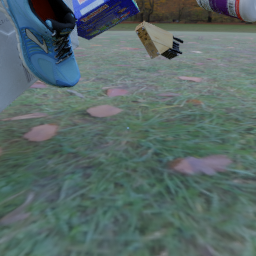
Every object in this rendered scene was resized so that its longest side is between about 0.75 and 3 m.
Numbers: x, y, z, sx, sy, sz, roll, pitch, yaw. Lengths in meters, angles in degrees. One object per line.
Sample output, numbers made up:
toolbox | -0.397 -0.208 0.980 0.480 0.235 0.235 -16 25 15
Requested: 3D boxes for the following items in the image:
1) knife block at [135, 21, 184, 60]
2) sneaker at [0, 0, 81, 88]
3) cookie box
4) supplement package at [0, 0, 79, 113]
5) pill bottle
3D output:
knife block | 1.050 -2.699 8.483 1.239 1.412 0.452 -40 14 -29
sneaker | -1.101 -1.284 3.910 0.885 1.967 0.771 18 60 28
cookie box | -0.705 -2.937 6.766 1.670 0.734 1.952 -25 5 14
supplement package | -2.991 -2.046 4.935 2.974 2.187 2.844 19 48 19
pill bottle | 2.394 -3.288 6.659 1.103 1.103 1.962 -14 38 -31
